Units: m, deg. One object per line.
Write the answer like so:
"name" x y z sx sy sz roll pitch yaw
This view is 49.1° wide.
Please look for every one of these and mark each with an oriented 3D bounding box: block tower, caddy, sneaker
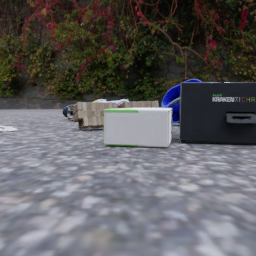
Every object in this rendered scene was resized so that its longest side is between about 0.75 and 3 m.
"block tower" -0.354 -0.440 9.333 2.825 0.763 0.817 -3 -6 -23
"caddy" 2.210 -0.953 10.619 1.090 1.468 2.077 15 -28 -42
"sneaker" -2.832 -0.816 14.264 2.246 0.854 1.623 4 3 30

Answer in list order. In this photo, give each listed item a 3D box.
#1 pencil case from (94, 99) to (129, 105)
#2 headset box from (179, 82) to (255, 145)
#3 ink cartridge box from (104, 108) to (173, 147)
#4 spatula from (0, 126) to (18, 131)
"pencil case" -0.734 -0.662 11.357 0.967 1.055 2.325 46 -19 -28
"headset box" 2.472 -0.401 6.662 2.427 1.293 2.787 2 5 11
"ink cartridge box" 0.306 -0.069 6.082 1.269 0.733 1.745 1 5 10
"spatula" -4.181 0.044 8.700 1.457 0.117 1.013 4 12 44
